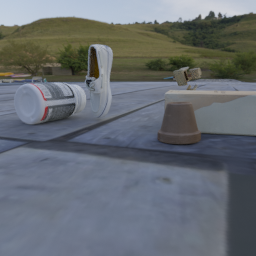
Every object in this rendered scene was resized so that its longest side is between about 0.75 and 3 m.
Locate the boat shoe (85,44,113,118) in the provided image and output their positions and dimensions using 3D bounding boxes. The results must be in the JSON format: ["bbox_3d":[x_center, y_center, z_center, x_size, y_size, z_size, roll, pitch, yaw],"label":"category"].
[{"bbox_3d":[-1.067,-1.529,9.308,0.867,2.445,0.854,16,15,37],"label":"boat shoe"}]

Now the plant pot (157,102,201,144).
[{"bbox_3d":[1.215,-0.157,6.721,1.040,0.907,1.040,-2,9,0],"label":"plant pot"}]

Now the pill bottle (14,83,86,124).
[{"bbox_3d":[-2.558,-0.901,9.577,1.280,1.280,2.247,7,12,30],"label":"pill bottle"}]

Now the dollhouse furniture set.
[{"bbox_3d":[2.393,-1.194,9.107,1.014,1.613,1.824,-39,24,-32],"label":"dollhouse furniture set"}]

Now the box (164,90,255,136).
[{"bbox_3d":[2.458,-0.472,7.847,2.764,1.074,1.312,2,12,14],"label":"box"}]
